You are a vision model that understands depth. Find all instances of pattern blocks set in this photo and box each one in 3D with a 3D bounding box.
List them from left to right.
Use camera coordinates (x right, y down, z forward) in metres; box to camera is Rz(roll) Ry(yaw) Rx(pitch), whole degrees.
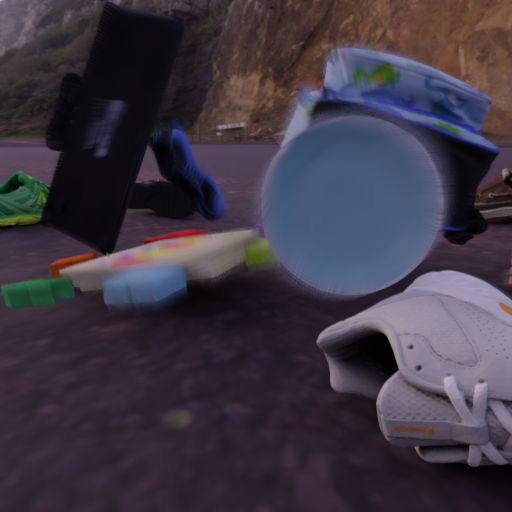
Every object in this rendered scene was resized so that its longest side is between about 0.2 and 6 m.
[{"bbox_3d":[-1.010,0.035,6.999,3.553,0.328,4.042,-4,9,33],"label":"pattern blocks set"}]

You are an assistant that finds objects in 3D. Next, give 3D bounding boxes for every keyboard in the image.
[{"bbox_3d":[-2.184,-1.842,7.925,1.987,3.309,0.425,23,7,27],"label":"keyboard"}]

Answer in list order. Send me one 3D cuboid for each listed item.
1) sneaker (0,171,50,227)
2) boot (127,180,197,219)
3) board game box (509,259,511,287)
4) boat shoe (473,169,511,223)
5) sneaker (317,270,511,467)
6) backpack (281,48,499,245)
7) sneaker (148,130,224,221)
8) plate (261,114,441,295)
[{"bbox_3d":[-4.579,-1.220,11.600,0.950,1.071,2.564,11,17,41],"label":"sneaker"},{"bbox_3d":[-1.814,-1.392,12.948,2.225,0.803,1.681,10,14,32],"label":"boot"},{"bbox_3d":[4.362,-0.380,6.919,2.192,1.660,0.507,0,13,-5],"label":"board game box"},{"bbox_3d":[5.168,-1.282,11.760,3.004,1.111,1.109,7,16,28],"label":"boat shoe"},{"bbox_3d":[1.555,0.905,3.228,1.425,1.173,3.098,-15,12,-26],"label":"sneaker"},{"bbox_3d":[1.663,-1.615,7.586,2.503,2.010,2.736,14,14,-9],"label":"backpack"},{"bbox_3d":[-1.403,-1.504,10.820,0.705,2.009,0.783,-34,-3,37],"label":"sneaker"},{"bbox_3d":[0.760,-0.405,4.550,1.447,1.447,0.185,0,4,0],"label":"plate"}]
